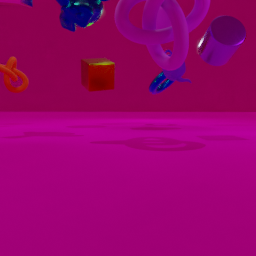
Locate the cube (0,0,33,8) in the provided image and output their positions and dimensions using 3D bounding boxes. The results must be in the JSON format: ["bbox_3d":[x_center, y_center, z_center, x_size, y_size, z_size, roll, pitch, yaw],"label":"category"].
[{"bbox_3d":[-2.374,-2.841,5.513,0.757,0.757,0.757,5,17,-1],"label":"cube"}]

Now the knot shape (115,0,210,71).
[{"bbox_3d":[0.824,-2.312,5.800,1.818,1.942,0.897,-35,8,33],"label":"knot shape"}]

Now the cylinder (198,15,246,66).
[{"bbox_3d":[2.194,-2.035,6.603,0.841,0.841,0.841,0,-18,-5],"label":"cylinder"}]

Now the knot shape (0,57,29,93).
[{"bbox_3d":[-4.257,-2.047,10.259,0.625,1.265,1.352,-25,-45,13],"label":"knot shape"}]

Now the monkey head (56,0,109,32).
[{"bbox_3d":[-1.444,-3.518,7.886,1.979,1.193,1.424,-6,-45,34],"label":"monkey head"}]

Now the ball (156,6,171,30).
[{"bbox_3d":[1.241,-3.745,10.048,1.262,1.262,1.262,0,4,0],"label":"ball"}]

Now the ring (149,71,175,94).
[{"bbox_3d":[1.552,-2.014,11.750,1.631,0.326,1.631,-35,-13,-10],"label":"ring"}]

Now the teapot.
[{"bbox_3d":[1.618,-2.040,9.462,0.715,1.461,0.908,-23,-16,-12],"label":"teapot"}]

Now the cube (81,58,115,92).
[{"bbox_3d":[-1.130,-1.987,10.380,0.995,0.995,0.995,-9,26,-24],"label":"cube"}]
